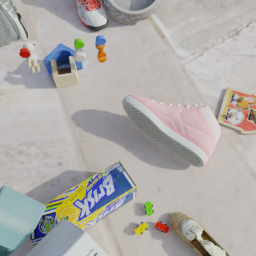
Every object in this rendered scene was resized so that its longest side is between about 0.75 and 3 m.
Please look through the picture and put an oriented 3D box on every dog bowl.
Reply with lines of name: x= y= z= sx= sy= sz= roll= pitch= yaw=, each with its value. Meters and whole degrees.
dog bowl: x=0.196 y=-5.136 z=10.298 sx=2.507 sy=0.735 sz=2.507 roll=0 pitch=89 yaw=1

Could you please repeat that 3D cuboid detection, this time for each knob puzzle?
knob puzzle: x=3.671 y=-0.503 z=8.452 sx=1.817 sy=0.252 sz=1.817 roll=0 pitch=59 yaw=0

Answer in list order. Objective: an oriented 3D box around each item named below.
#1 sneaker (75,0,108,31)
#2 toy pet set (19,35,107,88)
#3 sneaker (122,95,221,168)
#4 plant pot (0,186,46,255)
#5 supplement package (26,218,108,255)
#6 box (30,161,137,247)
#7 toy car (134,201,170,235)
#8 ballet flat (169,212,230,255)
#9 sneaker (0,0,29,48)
sneaker: x=-1.559 y=-5.021 z=10.442 sx=0.937 sy=1.504 sz=2.806 roll=-19 pitch=61 yaw=-11
toy pet set: x=-1.858 y=-2.293 z=8.442 sx=2.300 sy=2.147 sz=1.221 roll=-10 pitch=68 yaw=-6
sneaker: x=1.281 y=-0.284 z=7.839 sx=2.827 sy=1.064 sz=1.478 roll=36 pitch=69 yaw=12
plant pot: x=-2.172 y=1.758 z=5.012 sx=0.884 sy=0.886 sz=0.902 roll=34 pitch=36 yaw=-19
supplement package: x=-0.812 y=2.984 z=4.865 sx=1.560 sy=2.029 sz=2.121 roll=-44 pitch=97 yaw=-24
box: x=-1.053 y=1.862 z=6.638 sx=2.559 sy=0.897 sz=0.823 roll=-29 pitch=63 yaw=-16
toy car: x=0.548 y=2.208 z=6.854 sx=0.840 sy=0.187 sz=0.790 roll=-4 pitch=59 yaw=-3
ballet flat: x=1.706 y=2.568 z=6.395 sx=0.639 sy=0.592 sz=1.813 roll=-39 pitch=66 yaw=-23
sneaker: x=-2.782 y=-2.351 z=5.346 sx=1.042 sy=1.805 sz=0.677 roll=-24 pitch=34 yaw=-1
